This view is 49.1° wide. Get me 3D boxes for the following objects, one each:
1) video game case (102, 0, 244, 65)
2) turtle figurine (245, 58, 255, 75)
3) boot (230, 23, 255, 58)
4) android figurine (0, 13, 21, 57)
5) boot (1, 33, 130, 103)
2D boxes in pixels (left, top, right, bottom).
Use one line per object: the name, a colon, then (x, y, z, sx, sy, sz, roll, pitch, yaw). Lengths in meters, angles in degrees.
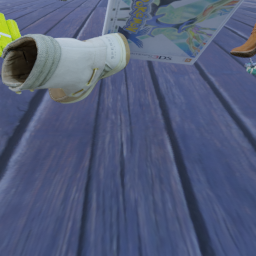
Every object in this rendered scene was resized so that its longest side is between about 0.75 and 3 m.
video game case: (0.791, -2.308, 6.100, 2.548, 2.795, 0.308, 3, 71, -11)
turtle figurine: (3.921, -1.712, 7.085, 1.689, 1.136, 2.256, -30, 8, 42)
boot: (3.413, -2.428, 7.631, 1.172, 0.907, 0.432, 4, -6, 40)
android figurine: (-3.127, -2.182, 5.920, 1.712, 0.386, 1.881, 9, 45, -46)
boot: (-1.520, -1.082, 5.633, 2.084, 0.971, 2.694, -17, -3, -43)
